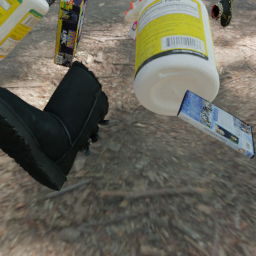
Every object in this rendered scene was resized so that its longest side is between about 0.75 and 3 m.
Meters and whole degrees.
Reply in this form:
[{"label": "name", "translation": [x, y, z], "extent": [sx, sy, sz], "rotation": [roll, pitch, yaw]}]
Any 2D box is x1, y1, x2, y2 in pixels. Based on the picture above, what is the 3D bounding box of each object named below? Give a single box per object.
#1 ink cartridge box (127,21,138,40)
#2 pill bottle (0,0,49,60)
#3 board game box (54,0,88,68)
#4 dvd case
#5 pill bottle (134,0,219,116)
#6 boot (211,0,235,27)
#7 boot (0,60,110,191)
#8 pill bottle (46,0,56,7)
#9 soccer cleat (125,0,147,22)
[{"label": "ink cartridge box", "translation": [0.973, -4.160, 9.236], "extent": [1.255, 2.651, 0.492], "rotation": [-16, 49, -46]}, {"label": "pill bottle", "translation": [-3.313, -2.575, 6.870], "extent": [2.539, 1.432, 1.432], "rotation": [-41, 39, 13]}, {"label": "board game box", "translation": [-1.752, -3.310, 8.785], "extent": [0.620, 2.186, 1.807], "rotation": [15, 50, -9]}, {"label": "dvd case", "translation": [0.930, -0.067, 2.926], "extent": [0.842, 0.074, 0.601], "rotation": [30, 34, 2]}, {"label": "pill bottle", "translation": [0.914, -1.728, 5.636], "extent": [1.509, 1.509, 2.711], "rotation": [2, 58, 3]}, {"label": "boot", "translation": [2.699, -3.295, 8.131], "extent": [0.389, 1.078, 0.814], "rotation": [35, 64, 28]}, {"label": "boot", "translation": [-1.187, -0.312, 4.586], "extent": [0.894, 2.415, 1.979], "rotation": [12, 57, 26]}, {"label": "pill bottle", "translation": [-2.515, -4.561, 8.503], "extent": [1.279, 1.279, 2.407], "rotation": [14, 56, 17]}, {"label": "soccer cleat", "translation": [0.747, -3.102, 6.919], "extent": [2.232, 0.866, 0.773], "rotation": [-17, 43, 52]}]
